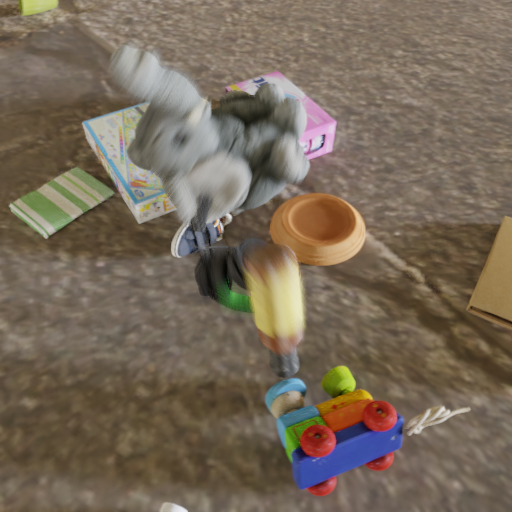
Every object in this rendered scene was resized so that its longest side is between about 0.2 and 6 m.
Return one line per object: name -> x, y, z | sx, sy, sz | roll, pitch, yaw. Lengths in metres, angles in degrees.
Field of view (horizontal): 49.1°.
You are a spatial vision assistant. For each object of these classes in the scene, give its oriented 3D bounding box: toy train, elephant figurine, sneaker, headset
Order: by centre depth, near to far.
toy train -> 1.430, 2.065, 7.647 | 2.458, 1.041, 1.422 | -17, 37, -14
headset -> -0.303, 0.053, 8.100 | 1.303, 2.110, 0.991 | -12, 50, 27
elephant figurine -> -0.973, -1.673, 8.659 | 3.231, 2.507, 2.286 | -13, 11, -37
sneaker -> -0.958, -0.438, 10.052 | 0.541, 0.535, 1.363 | 19, 50, 24

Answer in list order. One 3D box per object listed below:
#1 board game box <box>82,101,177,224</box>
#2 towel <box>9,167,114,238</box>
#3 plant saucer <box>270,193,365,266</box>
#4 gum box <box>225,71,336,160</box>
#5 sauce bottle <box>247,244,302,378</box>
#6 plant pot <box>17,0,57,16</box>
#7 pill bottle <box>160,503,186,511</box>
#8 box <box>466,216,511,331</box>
board game box -> -2.086, -2.088, 11.519 | 2.011, 0.512, 2.991 | -23, 52, -19
towel -> -3.760, -1.068, 10.856 | 1.224, 0.188, 1.604 | 33, 55, 25
plant saucer -> 1.138, -0.577, 10.320 | 1.759, 0.329, 1.759 | 0, 48, 0
gum box -> 0.505, -2.916, 12.046 | 1.365, 0.795, 2.405 | -24, 53, -21
sauce bottle -> 0.285, 0.799, 7.473 | 0.663, 2.007, 0.663 | -4, 36, 3
plant pot -> -6.242, -7.353, 16.005 | 0.981, 0.918, 0.918 | -12, 48, -27
pill bottle -> -1.131, 3.434, 6.696 | 0.463, 0.463, 0.833 | 14, 50, 12
box -> 4.862, 0.432, 9.473 | 1.952, 0.254, 2.388 | 23, 53, 19
